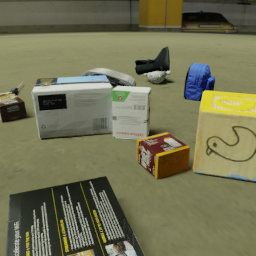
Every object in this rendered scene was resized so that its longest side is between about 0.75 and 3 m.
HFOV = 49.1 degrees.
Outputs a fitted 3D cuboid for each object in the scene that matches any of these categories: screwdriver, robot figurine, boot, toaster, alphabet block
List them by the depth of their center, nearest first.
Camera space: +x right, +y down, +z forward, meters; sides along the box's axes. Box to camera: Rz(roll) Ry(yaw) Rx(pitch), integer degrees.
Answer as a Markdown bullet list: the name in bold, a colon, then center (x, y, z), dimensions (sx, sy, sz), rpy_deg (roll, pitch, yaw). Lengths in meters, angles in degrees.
- **boot**: center (0.596, -1.652, 6.853), dimensions (0.840, 0.382, 0.999), rpy_deg (-3, 40, 12)
- **alphabet block**: center (2.978, 0.147, 8.154), dimensions (1.905, 1.951, 1.916), rpy_deg (6, 25, 14)
- **toaster**: center (-0.742, -1.714, 12.583), dimensions (2.874, 1.633, 1.856), rpy_deg (14, 23, 3)
- **screwdriver**: center (-6.059, -2.255, 15.485), dimensions (0.343, 0.329, 2.361), rpy_deg (-26, 24, 12)
- **robot figurine**: center (1.809, -3.357, 17.067), dimensions (1.626, 1.083, 1.917), rpy_deg (-3, 21, 18)

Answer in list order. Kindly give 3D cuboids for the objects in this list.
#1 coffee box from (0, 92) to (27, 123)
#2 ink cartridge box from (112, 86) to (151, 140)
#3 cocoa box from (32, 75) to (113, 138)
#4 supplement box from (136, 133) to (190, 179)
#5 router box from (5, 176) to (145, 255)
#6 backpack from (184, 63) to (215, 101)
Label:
- **coffee box**: center (-5.212, -0.948, 12.108), dimensions (1.037, 0.732, 1.835), rpy_deg (-17, 29, -34)
- **ink cartridge box**: center (0.127, -0.539, 9.966), dimensions (1.281, 1.755, 0.738), rpy_deg (5, 22, 10)
- **cocoa box**: center (-2.017, -0.876, 10.570), dimensions (2.742, 1.829, 1.799), rpy_deg (-5, 25, -11)
- **supplement box**: center (1.002, 0.775, 8.228), dimensions (1.116, 0.751, 1.132), rpy_deg (-13, 27, -26)
- **router box**: center (-1.053, 2.129, 5.193), dimensions (2.197, 0.752, 2.946), rpy_deg (-8, 25, -17)
- **backpack**: center (3.637, -2.379, 14.107), dimensions (1.431, 1.706, 1.386), rpy_deg (8, 25, 18)
